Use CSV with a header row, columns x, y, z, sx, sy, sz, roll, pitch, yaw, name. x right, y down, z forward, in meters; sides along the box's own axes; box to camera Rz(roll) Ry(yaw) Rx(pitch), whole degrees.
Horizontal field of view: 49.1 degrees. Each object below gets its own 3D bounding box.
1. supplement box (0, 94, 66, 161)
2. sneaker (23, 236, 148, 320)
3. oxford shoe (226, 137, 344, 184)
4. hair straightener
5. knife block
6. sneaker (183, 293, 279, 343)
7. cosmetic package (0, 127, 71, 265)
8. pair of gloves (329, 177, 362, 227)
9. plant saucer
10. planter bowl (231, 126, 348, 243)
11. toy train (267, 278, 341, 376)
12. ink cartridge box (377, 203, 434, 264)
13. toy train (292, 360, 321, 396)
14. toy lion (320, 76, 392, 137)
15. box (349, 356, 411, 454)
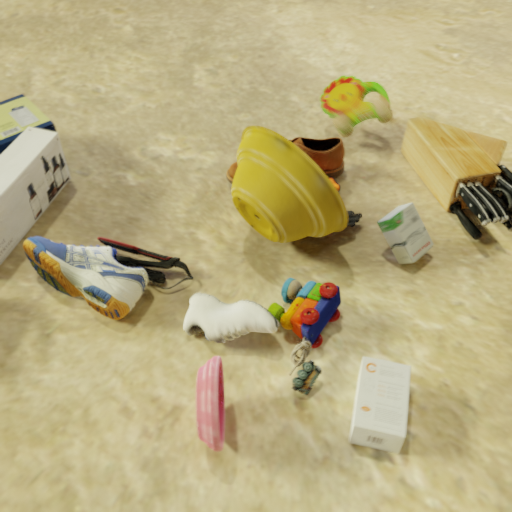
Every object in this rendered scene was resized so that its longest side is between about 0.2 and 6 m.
x,y,z,sx,sy,sz,roll,pitch,yaw,name
-5.681,-2.693,13.052,1.655,1.111,1.653,-32,54,-26,supplement box
-3.169,0.222,10.515,2.483,0.935,1.094,29,55,12,sneaker
0.660,-2.226,12.734,2.795,0.996,0.997,-12,49,-9,oxford shoe
-2.246,0.258,10.910,2.088,0.427,0.803,15,73,7,hair straightener
4.306,-1.643,12.163,3.028,0.969,2.659,23,50,20,knife block
-0.454,1.191,9.757,1.807,0.673,0.787,4,55,28,sneaker
-5.039,-1.174,11.503,0.813,1.326,3.212,12,49,12,cosmetic package
1.239,-1.209,11.890,1.714,0.238,1.924,-1,41,-22,pair of gloves
-0.679,2.190,8.335,0.349,1.375,1.375,-2,47,1,plant saucer
0.352,-1.071,10.758,2.731,2.731,1.138,36,75,29,planter bowl
0.622,1.159,9.778,1.089,0.797,1.883,18,50,31,toy train
2.953,-0.433,11.053,0.733,0.415,1.000,-34,100,-27,ink cartridge box
0.823,1.992,9.140,0.326,0.244,0.572,36,83,-6,toy train
2.362,-3.755,13.572,1.578,0.542,1.513,-16,64,19,toy lion
1.937,2.309,8.741,0.777,0.609,1.249,10,48,10,box
